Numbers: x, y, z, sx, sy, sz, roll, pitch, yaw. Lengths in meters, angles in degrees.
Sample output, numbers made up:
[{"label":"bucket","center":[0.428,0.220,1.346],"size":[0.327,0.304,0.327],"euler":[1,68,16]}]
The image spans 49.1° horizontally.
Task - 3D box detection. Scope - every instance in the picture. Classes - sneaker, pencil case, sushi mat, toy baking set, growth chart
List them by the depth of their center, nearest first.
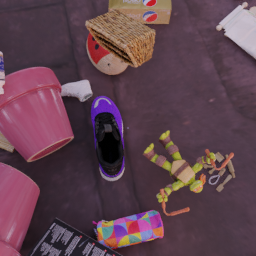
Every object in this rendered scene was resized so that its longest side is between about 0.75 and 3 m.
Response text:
[{"label":"pencil case","center":[0.016,2.707,7.468],"size":[1.847,0.816,0.816],"euler":[-9,68,-5]},{"label":"sneaker","center":[-0.560,0.095,8.224],"size":[0.937,1.341,2.696],"euler":[-10,69,-4]},{"label":"toy baking set","center":[2.755,1.299,8.401],"size":[0.873,0.132,1.137],"euler":[-15,68,-3]},{"label":"sushi mat","center":[-4.294,-0.081,8.722],"size":[2.270,0.137,1.086],"euler":[21,54,2]},{"label":"sneaker","center":[-1.749,-1.141,9.244],"size":[1.139,0.420,0.658],"euler":[-19,66,-9]},{"label":"growth chart","center":[4.714,-3.382,10.264],"size":[2.072,0.254,2.863],"euler":[-34,71,-14]}]

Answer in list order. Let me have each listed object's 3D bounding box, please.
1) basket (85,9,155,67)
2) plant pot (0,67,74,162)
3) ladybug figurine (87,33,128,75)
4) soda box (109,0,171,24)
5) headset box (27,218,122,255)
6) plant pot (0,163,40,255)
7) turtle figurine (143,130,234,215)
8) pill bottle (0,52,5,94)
[{"label":"basket","center":[-0.257,-2.337,7.790],"size":[1.642,1.172,1.224],"euler":[37,56,22]},{"label":"plant pot","center":[-2.697,-0.265,8.049],"size":[2.303,2.303,2.061],"euler":[-30,87,-12]},{"label":"ladybug figurine","center":[-0.719,-2.867,9.764],"size":[1.449,0.768,2.135],"euler":[-21,69,-9]},{"label":"soda box","center":[0.427,-4.411,10.405],"size":[2.273,0.770,0.727],"euler":[0,67,0]},{"label":"headset box","center":[-1.122,3.763,6.426],"size":[2.819,1.089,2.098],"euler":[26,42,9]},{"label":"plant pot","center":[-3.483,2.199,6.927],"size":[2.535,2.535,2.269],"euler":[19,53,8]},{"label":"turtle figurine","center":[1.440,0.989,7.440],"size":[2.328,0.750,1.877],"euler":[-42,74,-1]},{"label":"pill bottle","center":[-3.227,-1.291,6.605],"size":[0.576,0.576,0.996],"euler":[-1,97,-1]}]
